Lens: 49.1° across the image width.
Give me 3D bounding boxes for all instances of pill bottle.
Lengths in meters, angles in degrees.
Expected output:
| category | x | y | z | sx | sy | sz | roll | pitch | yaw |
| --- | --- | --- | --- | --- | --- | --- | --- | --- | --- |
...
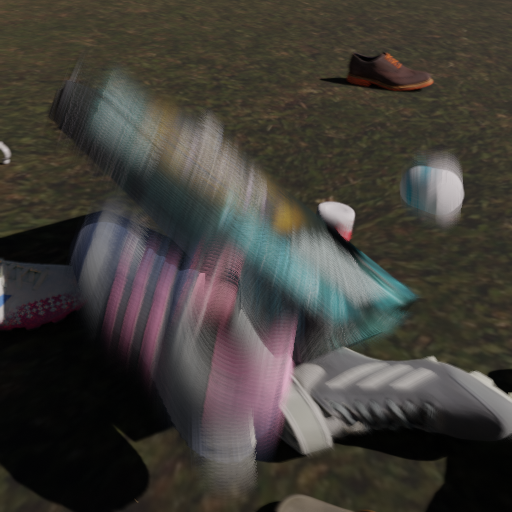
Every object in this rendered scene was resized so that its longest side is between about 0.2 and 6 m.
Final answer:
| category | x | y | z | sx | sy | sz | roll | pitch | yaw |
| --- | --- | --- | --- | --- | --- | --- | --- | --- | --- |
| pill bottle | 2.249 | -0.828 | 7.127 | 0.552 | 0.552 | 0.997 | -4 | 14 | -5 |
| pill bottle | 1.143 | -0.265 | 8.668 | 0.574 | 1.023 | 0.574 | 6 | 28 | -3 |

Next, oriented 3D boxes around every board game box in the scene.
| category | x | y | z | sx | sy | sz | roll | pitch | yaw |
| --- | --- | --- | --- | --- | --- | --- | --- | --- | --- |
| board game box | -0.216 | -0.571 | 7.239 | 4.453 | 0.627 | 3.012 | 42 | 20 | 23 |

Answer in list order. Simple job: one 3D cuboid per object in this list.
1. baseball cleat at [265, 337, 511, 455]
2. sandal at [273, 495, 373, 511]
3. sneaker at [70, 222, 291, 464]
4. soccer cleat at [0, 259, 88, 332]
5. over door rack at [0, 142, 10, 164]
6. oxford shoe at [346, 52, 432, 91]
| category | x | y | z | sx | sy | sz | roll | pitch | yaw |
| --- | --- | --- | --- | --- | --- | --- | --- | --- | --- |
| baseball cleat | 1.242 | 1.724 | 6.228 | 2.934 | 1.023 | 1.562 | 11 | 43 | 31 |
| sandal | 1.044 | 2.619 | 5.169 | 1.892 | 0.516 | 0.773 | 15 | 38 | 20 |
| sneaker | -0.735 | 0.419 | 5.414 | 1.050 | 1.228 | 2.993 | -10 | 48 | -50 |
| soccer cleat | -3.618 | 0.435 | 7.697 | 2.752 | 1.188 | 0.961 | -12 | 37 | -17 |
| over door rack | -6.684 | -2.290 | 11.756 | 2.355 | 0.784 | 1.740 | 34 | 44 | 10 |
| oxford shoe | 3.853 | -5.353 | 16.184 | 2.461 | 0.893 | 0.876 | 11 | 37 | 15 |
